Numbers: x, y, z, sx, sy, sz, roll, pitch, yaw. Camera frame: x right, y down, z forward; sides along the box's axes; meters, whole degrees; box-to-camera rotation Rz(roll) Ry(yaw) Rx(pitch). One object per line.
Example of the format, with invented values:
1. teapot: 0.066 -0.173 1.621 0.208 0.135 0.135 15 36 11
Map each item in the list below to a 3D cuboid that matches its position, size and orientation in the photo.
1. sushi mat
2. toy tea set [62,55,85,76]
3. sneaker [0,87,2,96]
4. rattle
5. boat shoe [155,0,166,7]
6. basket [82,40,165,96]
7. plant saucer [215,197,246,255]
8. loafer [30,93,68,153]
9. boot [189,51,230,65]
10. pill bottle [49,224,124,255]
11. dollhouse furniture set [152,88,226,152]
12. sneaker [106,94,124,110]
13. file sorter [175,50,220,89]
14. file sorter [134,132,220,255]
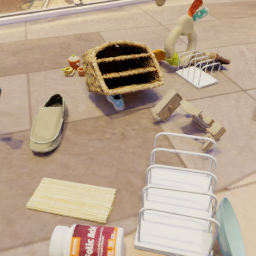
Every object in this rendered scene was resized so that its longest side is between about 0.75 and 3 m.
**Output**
1. sushi mat: -1.475 1.899 7.520 2.216 0.134 1.060 7 39 9
2. toy tea set: -2.063 -2.911 12.967 1.908 0.706 1.134 5 39 6
3. sneaker: -4.119 -0.875 8.238 0.942 0.352 0.500 -14 71 29
4. rattle: 2.279 -4.490 13.133 1.912 2.938 2.098 2 21 -22
5. boat shoe: 1.065 -4.142 8.169 0.408 1.135 0.368 16 23 23
6. basket: -0.186 -2.400 10.772 2.691 1.920 2.004 -13 16 -26
7. plant saucer: 2.183 2.327 6.090 0.309 1.605 1.605 -18 33 25
8. loafer: -2.715 -0.264 9.542 1.020 0.920 2.695 0 39 0
9. boot: 3.844 -3.263 13.542 1.461 0.635 1.756 11 5 -24
10. pill bottle: -0.870 2.565 6.115 1.494 0.853 0.853 3 39 3
11. dollhouse furniture set: 2.128 -0.114 9.451 1.072 1.255 2.421 -48 48 6
12. sneaker: -0.485 -1.262 11.049 0.505 0.560 1.366 -17 40 -21
13. file sorter: 3.090 -2.651 12.412 1.137 1.020 1.638 -19 42 -22
14. file sorter: 1.254 1.540 6.822 1.762 1.581 2.540 7 40 10
